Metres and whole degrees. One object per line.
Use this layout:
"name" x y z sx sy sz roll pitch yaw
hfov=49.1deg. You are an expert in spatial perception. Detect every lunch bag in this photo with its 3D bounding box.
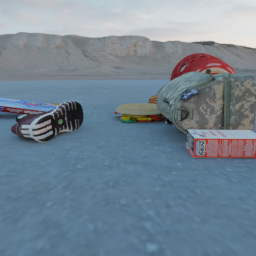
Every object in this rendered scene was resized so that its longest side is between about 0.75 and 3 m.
"lunch bag" 2.189 -0.711 8.538 2.342 1.946 2.792 -4 13 -5

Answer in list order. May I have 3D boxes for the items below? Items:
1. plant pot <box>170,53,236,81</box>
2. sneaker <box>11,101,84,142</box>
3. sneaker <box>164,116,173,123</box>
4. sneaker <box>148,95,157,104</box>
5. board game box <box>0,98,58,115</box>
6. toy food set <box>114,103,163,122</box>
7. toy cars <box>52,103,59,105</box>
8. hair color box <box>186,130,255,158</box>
"plant pot" 3.430 -1.884 12.562 2.690 2.690 2.450 -1 21 -4
"sneaker" -2.597 -0.294 8.865 1.512 0.990 2.617 2 13 21
"sneaker" 2.014 -0.590 10.832 0.882 0.686 1.961 2 10 25
"sneaker" 2.007 -1.362 14.428 1.816 0.704 1.017 -1 11 -6
"board game box" -4.561 -0.902 11.939 2.962 0.288 1.525 7 17 -1
"toy food set" 0.541 -0.654 11.485 2.213 0.544 2.235 -1 12 -3
"toy cars" -4.097 -1.075 14.170 1.237 0.274 0.554 -9 9 -22
"hair color box" 2.307 0.370 6.793 1.623 0.519 0.900 2 12 1
